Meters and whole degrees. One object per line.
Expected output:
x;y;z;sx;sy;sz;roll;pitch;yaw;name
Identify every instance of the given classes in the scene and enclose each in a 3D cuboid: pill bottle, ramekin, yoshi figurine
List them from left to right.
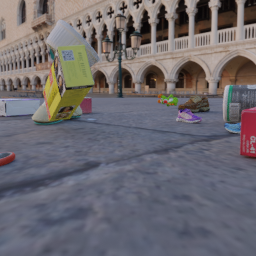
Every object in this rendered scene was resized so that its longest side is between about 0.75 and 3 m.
-1.636;-2.278;8.140;1.604;0.747;1.604;42;-3;3;ramekin
1.668;-1.117;11.346;0.881;0.493;0.495;22;-11;34;yoshi figurine
4.300;-0.765;9.074;2.227;1.260;1.260;4;8;23;pill bottle

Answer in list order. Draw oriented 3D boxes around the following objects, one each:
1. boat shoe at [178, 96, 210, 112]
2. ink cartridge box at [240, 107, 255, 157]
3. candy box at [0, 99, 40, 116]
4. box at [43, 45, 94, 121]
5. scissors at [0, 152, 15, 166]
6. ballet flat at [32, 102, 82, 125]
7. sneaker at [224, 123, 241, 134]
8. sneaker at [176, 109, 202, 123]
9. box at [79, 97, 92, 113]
3.396;-1.248;14.418;2.270;0.838;0.859;-7;10;-43;boat shoe
2.865;0.084;4.330;1.839;0.787;1.357;9;11;39;ink cartridge box
-5.263;-0.963;12.710;1.978;0.708;1.660;6;9;38;candy box
-1.576;-0.990;6.993;0.660;0.991;2.632;-10;-9;-25;box
-2.097;0.520;3.523;0.675;0.129;1.845;2;6;4;scissors
-2.485;-0.740;10.023;1.011;1.011;2.912;2;8;12;ballet flat
2.892;-0.073;7.008;0.922;0.415;0.361;3;8;25;sneaker
2.073;-0.420;9.559;0.416;0.457;1.033;-4;9;-35;sneaker
-2.565;-1.102;13.553;1.411;0.769;0.902;-5;10;-34;box
